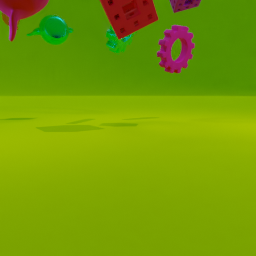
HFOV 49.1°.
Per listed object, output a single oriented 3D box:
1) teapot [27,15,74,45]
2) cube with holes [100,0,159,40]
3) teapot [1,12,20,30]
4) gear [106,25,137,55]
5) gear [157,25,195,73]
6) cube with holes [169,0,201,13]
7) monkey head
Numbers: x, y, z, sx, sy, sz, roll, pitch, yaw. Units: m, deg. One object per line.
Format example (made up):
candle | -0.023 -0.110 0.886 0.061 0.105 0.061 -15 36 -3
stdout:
teapot | -3.016 -3.798 11.038 1.855 1.153 0.908 -14 6 -28
cube with holes | -0.076 -3.544 7.848 1.249 1.249 1.249 -25 46 5
teapot | -4.688 -4.524 11.301 0.737 1.185 0.580 5 42 12
gear | -0.111 -3.689 10.087 0.373 2.019 2.019 28 14 11
gear | 1.971 -3.179 11.392 1.861 1.861 0.344 -6 23 -39
cube with holes | 1.757 -4.268 8.671 0.846 0.846 0.846 -16 -8 -2
monkey head | -1.788 -2.447 4.624 1.137 1.887 1.357 30 3 -33
